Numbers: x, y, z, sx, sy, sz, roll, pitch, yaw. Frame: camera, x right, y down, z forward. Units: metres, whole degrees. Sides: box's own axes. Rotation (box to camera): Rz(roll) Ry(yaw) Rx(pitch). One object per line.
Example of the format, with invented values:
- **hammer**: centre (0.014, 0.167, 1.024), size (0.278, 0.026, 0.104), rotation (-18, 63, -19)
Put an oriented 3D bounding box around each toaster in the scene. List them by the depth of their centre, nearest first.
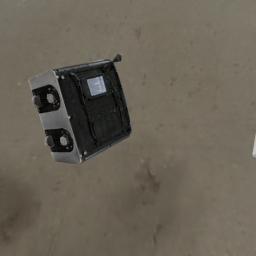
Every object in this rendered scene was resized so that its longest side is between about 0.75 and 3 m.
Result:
- **toaster**: centre (-0.949, -0.459, 6.229), size (2.121, 1.258, 1.918), rotation (-28, 107, -48)

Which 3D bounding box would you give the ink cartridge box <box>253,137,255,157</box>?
- **ink cartridge box**: centre (3.494, -0.473, 6.043), size (0.699, 2.448, 1.990), rotation (16, 74, 5)
